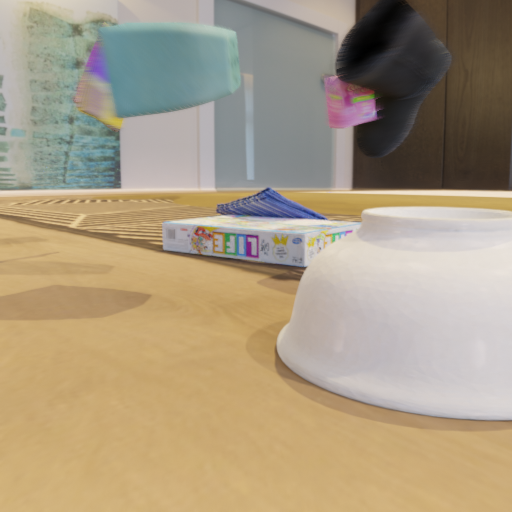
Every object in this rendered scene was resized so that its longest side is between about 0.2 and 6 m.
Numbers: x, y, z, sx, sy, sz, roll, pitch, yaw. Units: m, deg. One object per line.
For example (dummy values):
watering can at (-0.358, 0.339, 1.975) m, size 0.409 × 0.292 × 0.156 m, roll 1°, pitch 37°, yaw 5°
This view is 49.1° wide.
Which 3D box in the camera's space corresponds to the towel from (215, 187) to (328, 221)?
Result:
towel at (0.337, -1.013, 13.505) m, size 1.868 × 0.308 × 2.580 m, roll 22°, pitch -13°, yaw -27°

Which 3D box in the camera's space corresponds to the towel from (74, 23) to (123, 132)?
towel at (-3.151, -3.808, 12.181) m, size 0.224 × 1.970 × 1.415 m, roll 14°, pitch -6°, yaw 28°

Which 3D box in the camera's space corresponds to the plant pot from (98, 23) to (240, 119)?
plant pot at (-1.202, -2.872, 8.505) m, size 1.800 × 1.272 × 1.271 m, roll 0°, pitch 26°, yaw 9°

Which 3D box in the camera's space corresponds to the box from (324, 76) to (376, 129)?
box at (1.977, -3.268, 11.692) m, size 0.907 × 1.031 × 0.499 m, roll -20°, pitch 22°, yaw -27°

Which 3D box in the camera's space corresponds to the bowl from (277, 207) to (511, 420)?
bowl at (1.706, 0.262, 5.242) m, size 3.032 × 1.363 × 3.032 m, roll 1°, pitch 8°, yaw 0°

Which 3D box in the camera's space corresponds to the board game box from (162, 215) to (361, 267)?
board game box at (0.153, -0.406, 11.859) m, size 3.628 × 0.621 × 2.439 m, roll 7°, pitch 11°, yaw 37°

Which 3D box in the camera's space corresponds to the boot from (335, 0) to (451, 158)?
boot at (2.561, -3.415, 11.410) m, size 1.183 × 2.970 × 3.603 m, roll 36°, pitch 22°, yaw 17°
